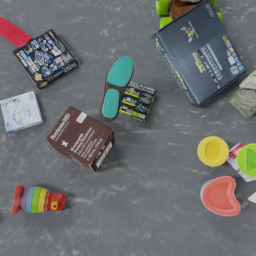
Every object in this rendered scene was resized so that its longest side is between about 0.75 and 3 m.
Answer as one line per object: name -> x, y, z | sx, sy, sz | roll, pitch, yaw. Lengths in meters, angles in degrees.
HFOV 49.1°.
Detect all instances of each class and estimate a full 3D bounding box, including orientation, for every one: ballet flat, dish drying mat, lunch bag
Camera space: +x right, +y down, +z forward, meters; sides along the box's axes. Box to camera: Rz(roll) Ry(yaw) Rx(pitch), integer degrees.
ballet flat -> -0.437, -1.179, 8.693 | 0.753, 0.758, 2.216 | 22, 72, -7
dish drying mat -> -4.701, -3.836, 11.335 | 1.712, 0.156, 0.657 | 36, 76, 10
lunch bag -> 4.577, -1.404, 9.595 | 1.557, 1.898, 1.116 | -39, 76, -11

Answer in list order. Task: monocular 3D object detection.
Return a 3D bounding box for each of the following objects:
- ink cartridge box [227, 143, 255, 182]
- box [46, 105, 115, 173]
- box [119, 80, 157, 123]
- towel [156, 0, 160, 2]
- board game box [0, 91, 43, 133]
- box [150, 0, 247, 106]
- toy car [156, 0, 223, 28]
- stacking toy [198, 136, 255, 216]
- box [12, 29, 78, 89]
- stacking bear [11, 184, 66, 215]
ink cartridge box -> 3.844, 1.159, 9.282 | 0.487, 0.863, 1.176 | -38, 75, -9
box -> -1.494, 0.409, 9.265 | 1.675, 1.376, 1.390 | 29, 74, 9
box -> 0.197, -1.038, 10.310 | 1.391, 0.330, 1.343 | 19, 75, 5
towel -> 0.777, -3.495, 6.470 | 0.666, 0.099, 0.908 | 40, 104, -13
board game box -> -3.870, -0.585, 10.176 | 1.243, 0.271, 1.249 | -18, 72, -6
box -> 2.553, -2.635, 10.005 | 2.351, 0.761, 2.982 | -34, 100, -10
toy car -> 2.407, -4.925, 10.264 | 2.337, 2.845, 2.245 | -6, 72, -2
stacking toy -> 3.378, 1.534, 9.043 | 2.197, 1.025, 2.427 | 0, 81, 13
box -> -3.180, -2.683, 10.789 | 1.811, 0.453, 1.825 | -36, 75, -11
stacking bear -> -2.775, 2.315, 8.937 | 1.526, 0.868, 0.926 | 8, 90, -7
